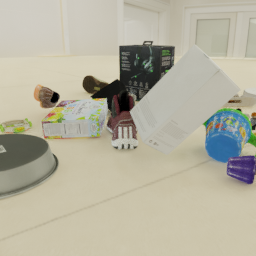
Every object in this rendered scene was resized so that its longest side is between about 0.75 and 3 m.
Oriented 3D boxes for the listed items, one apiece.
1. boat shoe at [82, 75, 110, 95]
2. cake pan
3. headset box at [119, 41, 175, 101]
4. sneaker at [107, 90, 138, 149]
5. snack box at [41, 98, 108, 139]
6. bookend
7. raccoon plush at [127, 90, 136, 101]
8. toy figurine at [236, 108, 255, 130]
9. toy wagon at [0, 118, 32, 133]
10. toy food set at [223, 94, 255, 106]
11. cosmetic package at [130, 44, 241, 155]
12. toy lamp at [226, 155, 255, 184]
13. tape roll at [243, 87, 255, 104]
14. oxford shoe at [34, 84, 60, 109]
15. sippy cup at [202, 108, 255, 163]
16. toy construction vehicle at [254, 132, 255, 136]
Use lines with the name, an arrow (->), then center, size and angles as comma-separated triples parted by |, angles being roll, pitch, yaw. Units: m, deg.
boat shoe -> -1.525, -2.278, 15.965 | 1.101, 1.036, 2.891 | 3, 20, -41
cake pan -> -3.264, 0.806, 6.948 | 2.996, 0.549, 2.996 | 0, 18, 0
headset box -> 0.921, -2.923, 14.387 | 2.591, 2.975, 1.380 | 13, 22, 36
sneaker -> -0.131, -0.509, 9.197 | 1.065, 1.627, 2.816 | -3, 18, -9
snack box -> -1.803, -0.421, 10.244 | 1.893, 0.705, 2.662 | -1, 20, 2
bookend -> -0.716, -1.051, 11.921 | 1.492, 0.691, 1.501 | -31, 51, 18
raccoon plush -> 0.087, -1.413, 13.103 | 1.482, 1.070, 2.212 | 25, 30, 37
toy figurine -> 4.062, -0.313, 10.066 | 1.023, 0.723, 1.039 | -14, 22, -35
toy wagon -> -4.006, -0.053, 10.010 | 1.058, 0.270, 1.364 | -12, 22, -32
toy food set -> 4.921, -1.745, 14.207 | 2.004, 0.844, 2.793 | 0, 18, -1
cosmetic package -> 1.314, -0.664, 7.007 | 1.035, 2.440, 1.313 | 29, 28, -37
toy lamp -> 3.414, 1.018, 6.143 | 2.352, 0.684, 0.684 | 6, 19, 19
tape roll -> 7.408, -1.619, 14.367 | 2.781, 0.508, 2.781 | -1, 18, 0
oxford shoe -> -3.106, -1.120, 11.244 | 0.762, 0.746, 2.091 | 15, -6, 1
sippy cup -> 2.679, 0.268, 7.691 | 1.671, 1.312, 1.224 | -10, 23, 31
toy construction vehicle -> 4.377, 0.352, 8.703 | 0.765, 0.309, 0.879 | 3, 18, 9
